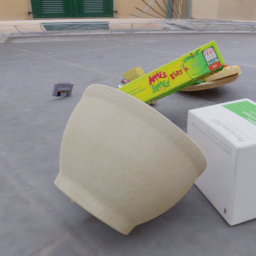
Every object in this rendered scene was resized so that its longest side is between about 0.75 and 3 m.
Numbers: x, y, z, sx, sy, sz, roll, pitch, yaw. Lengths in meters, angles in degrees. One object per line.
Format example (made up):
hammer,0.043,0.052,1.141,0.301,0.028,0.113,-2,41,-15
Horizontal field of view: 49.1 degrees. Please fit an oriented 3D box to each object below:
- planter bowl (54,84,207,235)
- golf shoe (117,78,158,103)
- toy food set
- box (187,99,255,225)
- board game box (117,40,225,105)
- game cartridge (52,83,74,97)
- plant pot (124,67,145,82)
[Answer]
planter bowl,-0.174,0.653,4.553,2.359,2.359,1.588,24,71,40
golf shoe,0.324,-1.176,10.091,1.509,0.695,0.548,26,0,4
toy food set,3.068,-2.067,11.212,2.717,0.668,2.745,-7,17,24
box,2.083,0.529,5.246,1.407,1.643,1.635,-13,27,-12
board game box,1.252,-1.425,8.241,2.973,0.708,1.510,-24,-1,18
game cartridge,-2.469,-1.455,10.616,0.162,0.547,0.844,31,27,35
plant pot,0.290,-2.024,11.313,0.808,0.713,0.808,-18,7,29
